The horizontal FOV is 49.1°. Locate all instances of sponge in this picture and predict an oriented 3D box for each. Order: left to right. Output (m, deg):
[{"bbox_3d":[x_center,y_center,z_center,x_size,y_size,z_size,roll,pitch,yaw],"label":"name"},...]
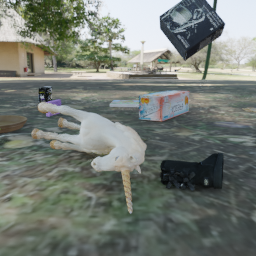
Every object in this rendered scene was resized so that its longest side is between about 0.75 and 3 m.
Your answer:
[{"bbox_3d":[-2.992,-0.824,11.328,0.150,0.562,1.007,1,12,15],"label":"sponge"}]

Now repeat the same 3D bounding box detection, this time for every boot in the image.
[{"bbox_3d":[1.096,0.688,4.710,0.964,0.435,1.176,1,12,21],"label":"boot"}]

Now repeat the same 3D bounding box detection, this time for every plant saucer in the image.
[{"bbox_3d":[-4.157,-0.118,8.716,1.952,0.288,1.952,0,13,0],"label":"plant saucer"}]

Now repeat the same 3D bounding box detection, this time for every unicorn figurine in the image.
[{"bbox_3d":[-0.624,0.199,5.125,2.047,1.101,2.981,12,9,7],"label":"unicorn figurine"}]

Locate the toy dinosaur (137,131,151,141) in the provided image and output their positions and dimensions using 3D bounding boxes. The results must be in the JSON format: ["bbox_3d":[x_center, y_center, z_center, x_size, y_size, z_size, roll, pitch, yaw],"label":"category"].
[{"bbox_3d":[0.148,0.244,7.260,0.849,0.202,0.374,-2,27,-10],"label":"toy dinosaur"}]

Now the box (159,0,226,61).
[{"bbox_3d":[1.934,-3.127,8.627,1.406,1.430,0.886,-35,-11,4],"label":"box"}]

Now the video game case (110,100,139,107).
[{"bbox_3d":[0.010,-1.234,14.128,1.689,0.186,1.538,1,12,4],"label":"video game case"}]

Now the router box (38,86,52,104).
[{"bbox_3d":[-3.707,-1.331,12.629,0.345,1.007,1.350,0,12,-4],"label":"router box"}]

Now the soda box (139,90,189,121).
[{"bbox_3d":[1.496,-0.934,11.003,0.980,0.911,2.866,7,13,31],"label":"soda box"}]

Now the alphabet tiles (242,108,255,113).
[{"bbox_3d":[5.967,-0.790,12.390,1.552,0.049,1.292,2,13,9],"label":"alphabet tiles"}]
